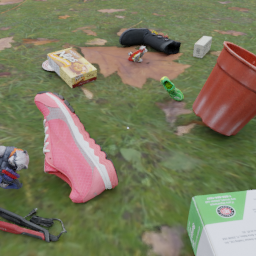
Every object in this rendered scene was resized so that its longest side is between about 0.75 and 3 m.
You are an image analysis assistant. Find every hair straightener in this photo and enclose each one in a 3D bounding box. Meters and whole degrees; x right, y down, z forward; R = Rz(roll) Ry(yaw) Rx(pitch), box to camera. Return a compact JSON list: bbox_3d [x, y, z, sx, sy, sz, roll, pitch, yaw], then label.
[{"bbox_3d":[-1.962,1.843,5.632,1.643,0.336,0.632,9,39,11],"label":"hair straightener"}]

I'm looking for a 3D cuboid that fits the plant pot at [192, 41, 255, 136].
[{"bbox_3d":[2.900,-0.961,7.617,2.000,1.946,2.000,21,32,-14],"label":"plant pot"}]

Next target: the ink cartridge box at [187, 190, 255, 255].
[{"bbox_3d":[2.251,2.352,4.307,1.973,1.136,2.704,-4,38,-5],"label":"ink cartridge box"}]

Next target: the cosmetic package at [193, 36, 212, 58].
[{"bbox_3d":[3.333,-3.625,12.499,0.424,0.601,1.160,19,41,24],"label":"cosmetic package"}]

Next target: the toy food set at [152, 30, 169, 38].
[{"bbox_3d":[1.593,-4.564,13.850,0.764,0.424,1.299,-26,45,-29],"label":"toy food set"}]

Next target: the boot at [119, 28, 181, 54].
[{"bbox_3d":[0.988,-3.874,12.779,1.884,0.750,2.285,-27,49,-29],"label":"boot"}]

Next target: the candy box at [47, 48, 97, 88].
[{"bbox_3d":[-2.153,-2.343,10.724,1.092,0.523,1.891,-25,51,-29],"label":"candy box"}]

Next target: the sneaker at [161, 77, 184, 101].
[{"bbox_3d":[1.446,-1.248,9.282,1.010,0.374,0.422,43,19,-13],"label":"sneaker"}]

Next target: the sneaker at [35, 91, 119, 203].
[{"bbox_3d":[-1.512,0.376,6.390,1.287,1.094,2.968,-34,72,-18],"label":"sneaker"}]

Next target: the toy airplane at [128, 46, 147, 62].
[{"bbox_3d":[0.469,-3.072,11.803,0.824,0.581,0.820,-31,13,-16],"label":"toy airplane"}]

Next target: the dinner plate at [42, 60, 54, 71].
[{"bbox_3d":[-2.834,-2.593,11.524,1.328,0.161,1.328,1,37,0],"label":"dinner plate"}]

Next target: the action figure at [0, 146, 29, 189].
[{"bbox_3d":[-2.956,0.569,5.791,1.842,1.904,0.996,4,62,7],"label":"action figure"}]
